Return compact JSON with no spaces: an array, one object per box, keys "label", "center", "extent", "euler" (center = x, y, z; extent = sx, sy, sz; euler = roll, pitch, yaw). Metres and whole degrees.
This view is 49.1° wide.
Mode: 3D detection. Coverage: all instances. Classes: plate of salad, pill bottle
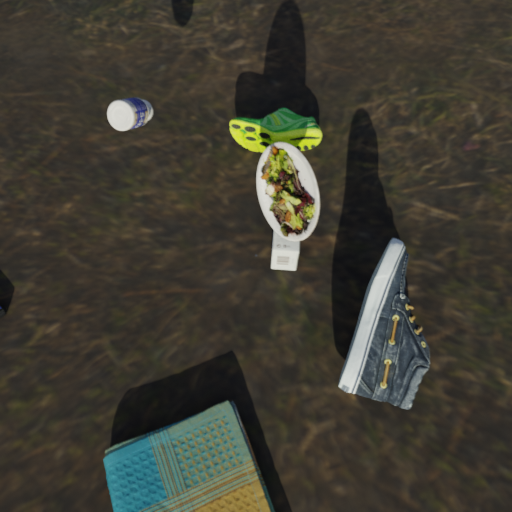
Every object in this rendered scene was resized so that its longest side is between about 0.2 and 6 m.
[{"label":"plate of salad","center":[0.420,-0.998,8.986],"extent":[0.388,1.616,1.616],"euler":[-17,56,-33]},{"label":"pill bottle","center":[-2.111,-2.428,9.527],"extent":[0.496,0.496,0.828],"euler":[18,25,11]}]

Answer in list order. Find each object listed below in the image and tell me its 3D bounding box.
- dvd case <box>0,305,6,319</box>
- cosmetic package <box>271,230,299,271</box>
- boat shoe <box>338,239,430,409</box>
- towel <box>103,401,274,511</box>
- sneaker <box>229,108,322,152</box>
[{"label":"dvd case","center":[-5.464,1.125,9.264],"extent":[1.518,0.187,2.128],"euler":[40,65,22]},{"label":"cosmetic package","center":[0.536,-0.462,9.983],"extent":[0.465,0.661,1.304],"euler":[4,59,1]},{"label":"boat shoe","center":[2.171,1.035,8.627],"extent":[1.138,0.887,2.506],"euler":[19,78,8]},{"label":"towel","center":[-0.783,3.608,7.575],"extent":[2.056,0.304,2.803],"euler":[-18,60,-12]},{"label":"sneaker","center":[0.380,-2.585,11.470],"extent":[1.890,0.700,0.790],"euler":[3,54,-9]}]
